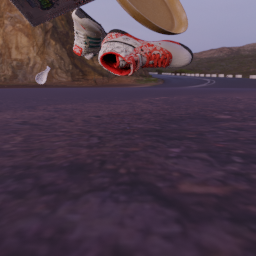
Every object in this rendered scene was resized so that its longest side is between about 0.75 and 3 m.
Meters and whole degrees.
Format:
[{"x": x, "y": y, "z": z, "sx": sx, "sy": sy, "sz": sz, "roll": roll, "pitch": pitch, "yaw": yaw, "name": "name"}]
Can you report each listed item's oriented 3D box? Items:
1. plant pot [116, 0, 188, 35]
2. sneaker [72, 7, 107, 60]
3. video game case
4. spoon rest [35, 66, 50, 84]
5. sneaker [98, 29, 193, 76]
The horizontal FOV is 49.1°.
[{"x": 0.341, "y": -2.791, "z": 5.844, "sx": 2.293, "sy": 2.293, "sz": 0.315, "roll": -10, "pitch": -20, "yaw": -46, "name": "plant pot"}, {"x": -1.425, "y": -3.041, "z": 9.609, "sx": 0.909, "sy": 1.207, "sz": 2.581, "roll": 42, "pitch": 4, "yaw": 8, "name": "sneaker"}, {"x": -1.495, "y": -3.201, "z": 5.924, "sx": 2.242, "sy": 0.292, "sz": 2.463, "roll": -23, "pitch": -6, "yaw": 0, "name": "video game case"}, {"x": -3.224, "y": -2.032, "z": 10.700, "sx": 0.392, "sy": 0.788, "sz": 0.239, "roll": 36, "pitch": -20, "yaw": -24, "name": "spoon rest"}, {"x": 0.418, "y": -1.641, "z": 6.776, "sx": 2.265, "sy": 0.756, "sz": 1.214, "roll": 15, "pitch": 48, "yaw": 1, "name": "sneaker"}]
